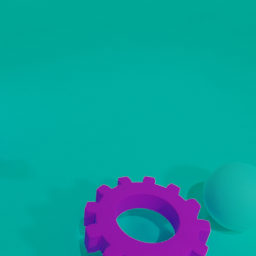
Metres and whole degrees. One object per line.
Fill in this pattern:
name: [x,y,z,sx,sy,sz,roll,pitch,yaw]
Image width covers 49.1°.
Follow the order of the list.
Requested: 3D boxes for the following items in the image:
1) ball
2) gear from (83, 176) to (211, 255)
ball: [1.882,1.163,4.810,1.147,1.147,1.147,0,35,0]
gear: [0.267,1.428,4.182,1.821,0.337,1.821,6,29,-3]
